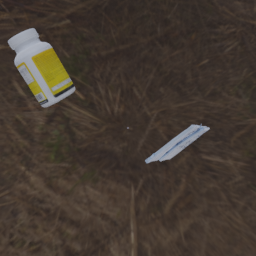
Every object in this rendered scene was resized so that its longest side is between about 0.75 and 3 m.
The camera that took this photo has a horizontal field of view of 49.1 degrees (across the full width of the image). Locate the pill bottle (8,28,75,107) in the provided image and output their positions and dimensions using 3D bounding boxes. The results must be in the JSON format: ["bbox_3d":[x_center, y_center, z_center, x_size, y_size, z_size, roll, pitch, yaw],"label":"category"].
[{"bbox_3d":[-1.486,-1.023,4.808,0.686,0.686,1.224,-31,106,-9],"label":"pill bottle"}]

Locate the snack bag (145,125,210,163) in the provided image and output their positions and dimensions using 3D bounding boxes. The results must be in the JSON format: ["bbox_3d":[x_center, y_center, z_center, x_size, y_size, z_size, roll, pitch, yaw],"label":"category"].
[{"bbox_3d":[0.733,0.229,3.981,0.849,0.901,0.096,-40,72,19],"label":"snack bag"}]
